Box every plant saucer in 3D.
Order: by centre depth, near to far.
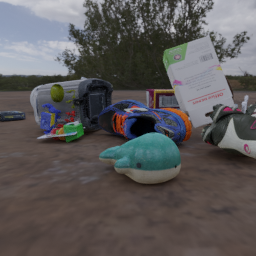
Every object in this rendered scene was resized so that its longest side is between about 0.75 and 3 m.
[{"bbox_3d":[3.345,-1.695,12.641,0.522,2.854,2.854,-40,28,-24],"label":"plant saucer"}]

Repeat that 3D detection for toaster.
[{"bbox_3d":[-1.679,-0.705,8.849,1.818,1.599,2.815,-1,9,18],"label":"toaster"}]

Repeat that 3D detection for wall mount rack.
[{"bbox_3d":[3.556,-0.699,10.484,2.665,0.994,2.315,5,11,23],"label":"wall mount rack"}]

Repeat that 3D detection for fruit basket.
[{"bbox_3d":[-1.725,0.093,7.346,1.021,0.479,0.946,-2,9,9],"label":"fruit basket"}]

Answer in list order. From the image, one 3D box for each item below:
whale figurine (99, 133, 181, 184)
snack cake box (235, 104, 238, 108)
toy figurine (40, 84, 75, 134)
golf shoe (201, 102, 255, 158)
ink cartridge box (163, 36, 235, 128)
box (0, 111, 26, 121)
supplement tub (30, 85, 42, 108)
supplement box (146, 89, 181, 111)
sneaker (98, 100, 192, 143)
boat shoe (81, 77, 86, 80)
[{"bbox_3d":[0.176,0.413,4.596,1.410,0.731,1.121,8,13,40],"label":"whale figurine"},{"bbox_3d":[4.588,-0.993,13.575,1.305,0.438,0.750,1,6,-33],"label":"snack cake box"},{"bbox_3d":[-1.937,-0.328,7.371,0.780,1.478,0.886,17,24,12],"label":"toy figurine"},{"bbox_3d":[2.942,0.121,6.225,2.964,1.144,1.305,-10,34,-38],"label":"golf shoe"},{"bbox_3d":[1.881,-1.149,7.484,1.278,2.182,0.735,-18,-7,0],"label":"ink cartridge box"},{"bbox_3d":[-4.824,-0.498,11.354,0.933,0.302,1.183,-10,13,-41],"label":"box"},{"bbox_3d":[-3.831,-1.517,14.223,1.380,1.380,2.253,1,10,8],"label":"supplement tub"},{"bbox_3d":[1.752,-1.283,13.466,1.451,1.144,2.217,-1,10,-5],"label":"supplement box"},{"bbox_3d":[0.173,-0.134,7.185,2.800,1.055,1.098,6,16,41],"label":"sneaker"},{"bbox_3d":[-1.593,-1.767,12.476,1.300,0.554,0.480,27,5,-31],"label":"boat shoe"}]
